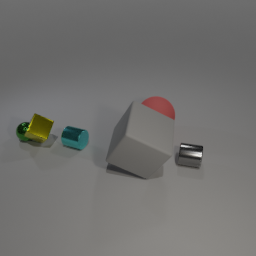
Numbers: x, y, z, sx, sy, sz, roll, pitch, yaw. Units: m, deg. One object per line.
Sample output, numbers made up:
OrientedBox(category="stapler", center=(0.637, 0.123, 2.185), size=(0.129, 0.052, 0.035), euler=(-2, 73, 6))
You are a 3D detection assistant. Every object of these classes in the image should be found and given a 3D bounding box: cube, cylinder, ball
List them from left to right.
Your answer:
OrientedBox(category="ball", center=(-3.643, 0.131, 10.027), size=(0.700, 0.700, 0.700), euler=(0, 30, 0))
OrientedBox(category="cube", center=(-3.035, 0.022, 9.555), size=(0.700, 0.700, 0.700), euler=(24, 66, -21))
OrientedBox(category="cylinder", center=(-1.824, 0.329, 9.672), size=(0.700, 0.700, 0.700), euler=(13, 33, 21))
OrientedBox(category="cube", center=(0.367, 0.360, 8.106), size=(1.400, 1.400, 1.400), euler=(25, 45, -12))
OrientedBox(category="ball", center=(1.025, -0.461, 10.299), size=(1.400, 1.400, 1.400), euler=(0, 30, 0))
OrientedBox(category="cylinder", center=(1.959, 0.849, 8.787), size=(0.700, 0.700, 0.700), euler=(8, 31, 13))
